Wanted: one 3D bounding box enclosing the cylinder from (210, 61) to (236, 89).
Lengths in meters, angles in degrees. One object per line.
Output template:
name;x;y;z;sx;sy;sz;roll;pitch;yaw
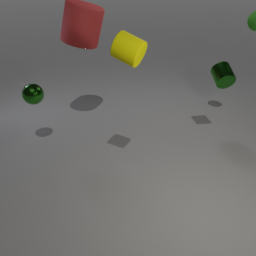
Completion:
cylinder;3.377;-1.875;9.951;0.700;0.700;0.700;-5;58;-9

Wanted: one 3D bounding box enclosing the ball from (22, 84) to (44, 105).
ball;-3.160;-1.127;9.325;0.700;0.700;0.700;0;29;0

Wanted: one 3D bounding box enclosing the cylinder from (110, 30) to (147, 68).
cylinder;0.021;-1.981;7.041;0.700;0.700;0.700;30;35;9

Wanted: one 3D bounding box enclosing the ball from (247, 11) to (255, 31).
ball;4.596;-3.792;9.895;0.700;0.700;0.700;0;29;0

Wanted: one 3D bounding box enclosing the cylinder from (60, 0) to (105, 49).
cylinder;-1.665;-3.768;10.164;1.400;1.400;1.400;13;29;-7
